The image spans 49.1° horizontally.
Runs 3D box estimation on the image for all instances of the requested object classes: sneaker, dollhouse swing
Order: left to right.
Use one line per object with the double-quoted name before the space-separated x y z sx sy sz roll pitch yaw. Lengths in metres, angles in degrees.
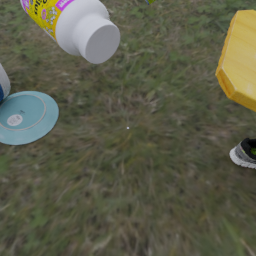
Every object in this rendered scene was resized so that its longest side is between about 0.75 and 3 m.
"dollhouse swing" 2.387 -0.370 4.692 2.104 2.175 2.394 18 55 11
"sneaker" 3.424 0.622 6.643 1.799 0.787 0.664 10 53 7

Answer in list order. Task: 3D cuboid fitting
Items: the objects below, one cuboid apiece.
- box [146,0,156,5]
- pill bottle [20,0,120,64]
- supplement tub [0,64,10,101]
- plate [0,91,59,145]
"box" 0.266 -3.176 5.693 0.439 1.123 1.842 -30 12 15
"pill bottle" -1.140 -2.219 5.571 1.153 1.153 2.211 -33 62 -23
"supplement tub" -4.752 -0.887 6.964 2.106 2.106 2.911 30 58 21
"plate" -2.919 -0.392 7.762 1.944 0.248 1.944 1 53 -1
